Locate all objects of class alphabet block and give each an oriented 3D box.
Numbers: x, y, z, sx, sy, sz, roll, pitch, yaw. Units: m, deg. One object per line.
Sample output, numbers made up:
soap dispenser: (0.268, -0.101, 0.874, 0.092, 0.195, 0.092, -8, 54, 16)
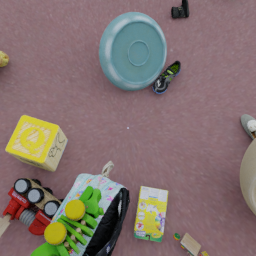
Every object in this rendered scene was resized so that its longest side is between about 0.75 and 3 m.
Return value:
alphabet block: (-2.580, 0.481, 8.125, 1.177, 1.199, 1.171, 15, 69, 6)

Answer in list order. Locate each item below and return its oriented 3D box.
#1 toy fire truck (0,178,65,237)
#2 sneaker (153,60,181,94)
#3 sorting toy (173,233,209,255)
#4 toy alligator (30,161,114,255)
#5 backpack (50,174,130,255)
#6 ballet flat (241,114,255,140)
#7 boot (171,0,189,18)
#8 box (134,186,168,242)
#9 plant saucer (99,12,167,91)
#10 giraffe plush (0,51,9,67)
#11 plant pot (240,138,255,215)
toy fire truck: (-2.779, 2.442, 7.532, 1.600, 1.170, 1.818, 33, 84, 11)
sneaker: (1.284, -1.719, 9.283, 0.496, 0.580, 1.400, 36, 74, 14)
sorting toy: (1.680, 3.182, 7.509, 1.060, 0.511, 0.179, 40, 113, 17)
toy alligator: (-0.889, 1.854, 5.918, 0.737, 0.806, 2.718, 30, 59, 19)
backpack: (-0.957, 2.422, 7.046, 1.597, 2.105, 2.523, 21, 65, 12)
ballet flat: (4.031, 0.183, 8.616, 0.526, 0.497, 1.561, -19, 70, -7)
boot: (1.922, -4.496, 10.458, 0.648, 0.326, 0.867, -2, 70, -1)
box: (0.647, 2.411, 7.876, 0.820, 0.338, 1.397, 10, 67, 3)
plant saucer: (0.271, -2.345, 8.779, 2.424, 0.332, 2.424, -9, 109, -25)
giraffe plush: (-5.159, -1.943, 8.947, 1.823, 2.113, 1.714, 35, 105, 2)
plant pot: (3.846, 1.367, 6.604, 1.882, 2.804, 2.804, -16, 65, -45)
